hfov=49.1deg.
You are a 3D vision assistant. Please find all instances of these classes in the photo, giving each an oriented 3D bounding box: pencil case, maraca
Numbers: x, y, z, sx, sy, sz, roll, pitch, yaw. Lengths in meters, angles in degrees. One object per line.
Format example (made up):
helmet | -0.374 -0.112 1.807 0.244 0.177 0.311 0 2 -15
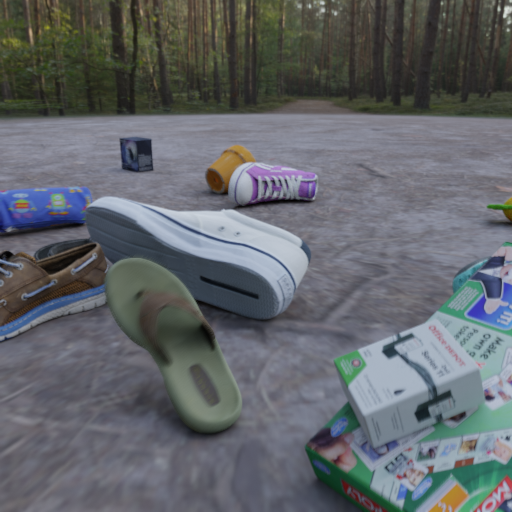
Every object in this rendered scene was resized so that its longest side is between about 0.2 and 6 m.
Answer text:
pencil case | -4.165 -0.903 10.846 1.949 0.846 0.760 -9 -19 -37
maraca | 5.295 -0.940 11.281 1.202 0.643 0.824 7 -1 17

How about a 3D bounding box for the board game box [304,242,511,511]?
board game box | 1.967 0.959 3.995 2.800 0.408 1.884 -36 35 -27

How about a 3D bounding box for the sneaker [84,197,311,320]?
sneaker | -0.828 -0.121 7.615 3.329 1.216 1.179 21 40 24

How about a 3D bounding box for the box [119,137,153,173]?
box | -3.867 -3.276 18.050 0.636 1.024 1.032 -16 23 -41

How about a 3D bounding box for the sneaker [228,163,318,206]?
sneaker | 0.564 -1.681 13.198 1.506 0.957 2.641 15 23 31

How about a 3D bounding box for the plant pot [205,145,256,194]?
plant pot | -0.711 -2.145 14.538 1.158 1.158 1.060 16 39 42

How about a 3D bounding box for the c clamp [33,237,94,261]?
c clamp | -2.427 0.083 8.614 1.678 0.266 1.964 -24 35 -37

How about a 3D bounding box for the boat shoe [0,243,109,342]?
boat shoe | -2.878 0.375 6.722 0.870 0.872 2.410 14 22 37

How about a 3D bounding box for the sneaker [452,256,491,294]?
sneaker | 3.380 0.360 7.115 2.459 0.954 1.121 -1 3 -22

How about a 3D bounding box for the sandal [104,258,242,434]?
sandal | -0.686 0.673 4.955 0.731 0.525 1.841 -26 63 -29

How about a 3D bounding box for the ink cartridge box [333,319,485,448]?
ink cartridge box | 1.054 0.867 3.915 0.840 0.349 0.616 -21 30 -3
